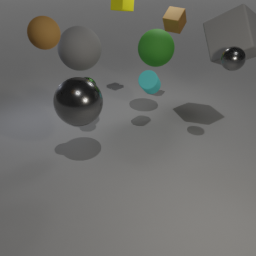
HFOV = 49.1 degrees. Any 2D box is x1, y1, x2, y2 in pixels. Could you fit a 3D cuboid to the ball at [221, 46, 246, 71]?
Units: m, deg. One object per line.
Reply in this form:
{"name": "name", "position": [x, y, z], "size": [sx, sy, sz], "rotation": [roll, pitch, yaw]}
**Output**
{"name": "ball", "position": [3.078, -2.028, 8.203], "size": [0.700, 0.700, 0.700], "rotation": [0, 29, 0]}

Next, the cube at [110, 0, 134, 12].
{"name": "cube", "position": [-0.233, -5.219, 11.576], "size": [0.700, 0.700, 0.700], "rotation": [22, 27, 38]}

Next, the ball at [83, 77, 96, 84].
{"name": "ball", "position": [-1.420, -1.388, 9.578], "size": [0.700, 0.700, 0.700], "rotation": [0, 29, 0]}

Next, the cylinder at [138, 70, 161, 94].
{"name": "cylinder", "position": [0.784, -1.644, 10.105], "size": [0.700, 0.700, 0.700], "rotation": [10, -5, 18]}

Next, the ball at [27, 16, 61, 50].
{"name": "ball", "position": [-1.821, -2.060, 6.076], "size": [0.700, 0.700, 0.700], "rotation": [0, 29, 0]}

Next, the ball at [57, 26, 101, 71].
{"name": "ball", "position": [-1.560, -2.559, 9.042], "size": [1.400, 1.400, 1.400], "rotation": [0, 29, 0]}

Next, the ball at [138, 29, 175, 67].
{"name": "ball", "position": [1.077, -3.062, 10.740], "size": [1.400, 1.400, 1.400], "rotation": [0, 29, 0]}

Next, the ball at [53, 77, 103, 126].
{"name": "ball", "position": [-1.413, -0.747, 8.002], "size": [1.400, 1.400, 1.400], "rotation": [0, 29, 0]}

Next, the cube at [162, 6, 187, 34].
{"name": "cube", "position": [1.899, -4.376, 11.365], "size": [0.700, 0.700, 0.700], "rotation": [21, 71, 25]}

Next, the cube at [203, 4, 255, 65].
{"name": "cube", "position": [3.557, -3.012, 9.373], "size": [1.400, 1.400, 1.400], "rotation": [-14, -6, 40]}
